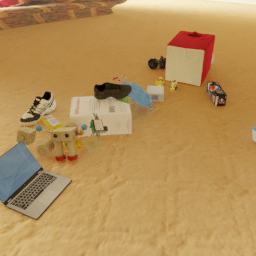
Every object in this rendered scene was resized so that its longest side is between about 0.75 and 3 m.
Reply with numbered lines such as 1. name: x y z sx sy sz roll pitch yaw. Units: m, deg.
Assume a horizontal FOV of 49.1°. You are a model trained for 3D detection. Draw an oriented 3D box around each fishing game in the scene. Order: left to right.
1. fishing game: 0.376 -1.500 12.674 2.383 0.370 1.706 43 31 5

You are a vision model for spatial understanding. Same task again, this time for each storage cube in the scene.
1. storage cube: 3.365 -3.845 15.328 2.064 2.415 2.171 16 43 21

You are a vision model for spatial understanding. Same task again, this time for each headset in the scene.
1. headset: 1.838 -4.029 16.891 1.161 0.883 1.880 -4 22 -5

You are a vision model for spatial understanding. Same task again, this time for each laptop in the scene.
1. laptop: -2.968 1.486 8.373 1.846 1.070 1.728 14 37 21

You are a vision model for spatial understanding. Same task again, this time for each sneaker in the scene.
1. sneaker: -3.967 -0.891 12.114 0.796 0.923 2.106 14 38 17
2. sneaker: -0.633 -1.540 11.304 1.575 0.715 0.598 -8 62 2

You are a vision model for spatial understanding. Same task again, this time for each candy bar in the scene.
1. candy bar: -2.693 0.128 11.076 0.670 0.298 2.686 -22 41 -32

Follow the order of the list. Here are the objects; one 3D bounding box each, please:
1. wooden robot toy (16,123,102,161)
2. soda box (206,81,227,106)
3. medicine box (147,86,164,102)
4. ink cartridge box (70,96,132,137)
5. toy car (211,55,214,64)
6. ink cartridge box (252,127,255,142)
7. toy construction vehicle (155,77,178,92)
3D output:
1. wooden robot toy: -2.294 0.365 10.058 2.994 1.319 1.358 -1 17 8
2. soda box: 4.286 -1.697 13.622 0.519 0.580 1.639 -3 33 0
3. medicine box: 1.342 -1.693 13.730 0.813 0.460 0.893 4 34 5
4. ink cartridge box: -1.107 -0.538 11.480 2.367 0.998 1.729 -3 33 -4
5. toy car: 4.326 -4.574 17.201 1.691 1.449 1.932 23 40 30
6. ink cartridge box: 5.710 0.124 10.416 1.770 0.600 1.027 -22 31 -8
7. toy construction vehicle: 1.977 -2.281 14.612 1.163 0.470 1.336 10 35 15
